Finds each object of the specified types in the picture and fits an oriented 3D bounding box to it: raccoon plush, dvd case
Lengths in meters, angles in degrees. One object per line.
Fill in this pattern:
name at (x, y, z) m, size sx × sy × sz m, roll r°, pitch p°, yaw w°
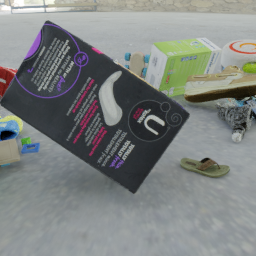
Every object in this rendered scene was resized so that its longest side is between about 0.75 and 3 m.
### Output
raccoon plush at (2.894, -0.269, 8.080) m, size 1.065 × 0.769 × 1.589 m, roll 9°, pitch 28°, yaw 34°
dvd case at (4.473, -0.541, 8.574) m, size 1.505 × 0.132 × 1.074 m, roll -14°, pitch 57°, yaw -15°

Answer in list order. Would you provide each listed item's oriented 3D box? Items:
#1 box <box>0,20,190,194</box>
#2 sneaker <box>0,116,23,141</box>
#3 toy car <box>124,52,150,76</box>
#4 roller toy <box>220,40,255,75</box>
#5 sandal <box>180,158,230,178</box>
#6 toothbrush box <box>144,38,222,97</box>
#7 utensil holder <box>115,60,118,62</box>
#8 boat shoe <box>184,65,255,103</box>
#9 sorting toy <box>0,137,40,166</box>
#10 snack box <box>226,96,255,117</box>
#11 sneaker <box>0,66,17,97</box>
box at (-0.546, -0.429, 5.524) m, size 2.947 × 1.802 × 1.563 m, roll 34°, pitch 10°, yaw 0°
sneaker at (-3.748, 0.044, 7.453) m, size 1.778 × 0.673 × 0.934 m, roll -8°, pitch 28°, yaw -17°
toy car at (0.541, -2.988, 13.066) m, size 1.167 × 1.120 × 1.267 m, roll 10°, pitch 17°, yaw 15°
roller toy at (4.993, -2.721, 11.880) m, size 2.012 × 1.541 × 2.206 m, roll 27°, pitch 48°, yaw 37°
sandal at (1.718, 0.831, 6.302) m, size 1.103 × 0.315 × 0.438 m, roll 10°, pitch 29°, yaw 19°
toothbrush box at (1.995, -2.245, 10.465) m, size 2.462 × 1.792 × 1.060 m, roll -14°, pitch 48°, yaw -25°
utensil holder at (-0.521, -1.678, 9.546) m, size 0.851 × 1.001 × 0.851 m, roll -26°, pitch 14°, yaw 7°
boat shoe at (3.278, -1.522, 9.108) m, size 2.950 × 0.979 × 1.092 m, roll -4°, pitch -15°, yaw 22°
sorting toy at (-3.202, 0.689, 6.633) m, size 2.184 × 0.298 × 1.230 m, roll -12°, pitch 26°, yaw -22°
snack box at (4.616, -0.818, 9.428) m, size 2.157 × 0.400 × 1.253 m, roll -4°, pitch 27°, yaw -7°
sneaker at (-4.263, -1.809, 10.630) m, size 2.870 × 1.124 × 1.658 m, roll 30°, pitch 22°, yaw 17°
